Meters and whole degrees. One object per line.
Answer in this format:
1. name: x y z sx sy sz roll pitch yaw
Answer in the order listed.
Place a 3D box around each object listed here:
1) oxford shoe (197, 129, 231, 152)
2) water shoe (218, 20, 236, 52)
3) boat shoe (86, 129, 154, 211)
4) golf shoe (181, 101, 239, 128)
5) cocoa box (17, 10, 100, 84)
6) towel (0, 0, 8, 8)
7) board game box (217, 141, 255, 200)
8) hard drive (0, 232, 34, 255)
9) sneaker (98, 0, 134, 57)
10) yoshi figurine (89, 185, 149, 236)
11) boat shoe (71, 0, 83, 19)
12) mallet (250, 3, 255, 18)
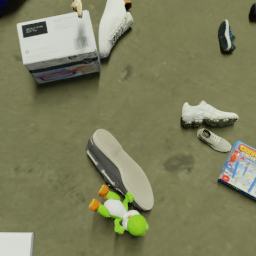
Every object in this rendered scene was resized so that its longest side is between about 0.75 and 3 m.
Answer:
1. oxford shoe: 2.919 0.414 9.464 1.232 0.356 0.463 31 74 6
2. water shoe: 3.733 -3.428 10.507 0.503 0.455 1.274 9 73 -26
3. boat shoe: -0.309 1.448 9.085 0.936 1.085 2.985 -41 82 34
4. golf shoe: 2.786 -0.544 9.549 1.918 0.751 0.933 0 69 -1
5. cocoa box: -2.291 -2.731 9.663 2.382 1.563 1.588 -12 76 -3
6. towel: -6.052 -4.518 10.672 1.948 0.654 2.638 40 79 16
7. board game box: 3.926 1.397 9.166 1.461 0.408 1.431 27 77 7
8. hard drive: -4.147 4.020 8.527 2.376 0.301 1.567 0 75 0
9. sneaker: -0.407 -3.734 10.249 1.087 0.934 2.566 10 74 5
10. yoshi figurine: -0.149 2.409 7.879 1.812 1.015 1.019 35 113 -1
11. boat shoe: -1.471 -3.477 8.013 0.306 0.326 0.884 -5 62 -10
12. mallet: 5.219 -3.443 10.469 0.870 0.544 2.642 -5 80 -5
